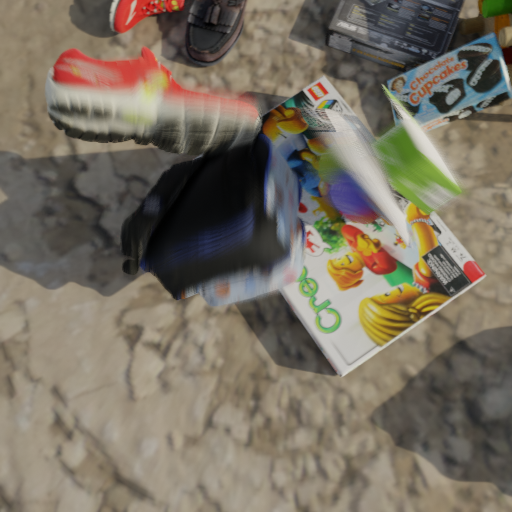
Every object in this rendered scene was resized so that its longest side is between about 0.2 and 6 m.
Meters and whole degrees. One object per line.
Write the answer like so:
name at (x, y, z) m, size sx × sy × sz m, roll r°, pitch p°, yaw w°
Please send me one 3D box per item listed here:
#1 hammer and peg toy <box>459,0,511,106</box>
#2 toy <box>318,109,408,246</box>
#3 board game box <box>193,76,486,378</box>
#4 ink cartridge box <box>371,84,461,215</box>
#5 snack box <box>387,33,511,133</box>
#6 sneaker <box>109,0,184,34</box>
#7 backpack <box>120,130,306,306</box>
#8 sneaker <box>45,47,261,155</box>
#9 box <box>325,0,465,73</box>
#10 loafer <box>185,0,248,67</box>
hammer and peg toy at (4.255, -3.440, 9.344) m, size 0.963 × 2.008 × 2.730 m, roll -9°, pitch 72°, yaw 5°
toy at (1.295, -0.931, 7.208) m, size 0.680 × 2.880 × 1.658 m, roll -32°, pitch 91°, yaw 20°
board game box at (1.202, -0.558, 8.963) m, size 2.634 × 0.722 × 4.172 m, roll -34°, pitch 76°, yaw -4°
ink cartridge box at (2.162, -1.530, 8.098) m, size 0.601 × 1.172 × 1.586 m, roll -37°, pitch 52°, yaw 26°
snack box at (3.202, -2.810, 9.423) m, size 1.872 × 0.347 × 1.087 m, roll -18°, pitch 69°, yaw 34°
sneaker at (-1.777, -4.808, 10.349) m, size 0.915 × 0.830 × 2.154 m, roll 43°, pitch 78°, yaw 7°
backpack at (-0.318, -0.540, 7.579) m, size 2.318 × 1.786 × 2.208 m, roll -14°, pitch 47°, yaw 27°
sneaker at (-1.076, -1.841, 6.350) m, size 2.445 × 0.942 × 1.038 m, roll 5°, pitch 70°, yaw -21°
box at (2.564, -4.357, 10.336) m, size 2.141 × 0.517 × 1.695 m, roll 21°, pitch 74°, yaw 6°
loafer at (-0.577, -4.941, 10.296) m, size 1.072 × 0.940 × 2.984 m, roll 20°, pitch 74°, yaw 6°
